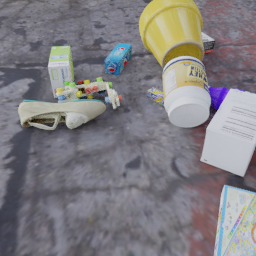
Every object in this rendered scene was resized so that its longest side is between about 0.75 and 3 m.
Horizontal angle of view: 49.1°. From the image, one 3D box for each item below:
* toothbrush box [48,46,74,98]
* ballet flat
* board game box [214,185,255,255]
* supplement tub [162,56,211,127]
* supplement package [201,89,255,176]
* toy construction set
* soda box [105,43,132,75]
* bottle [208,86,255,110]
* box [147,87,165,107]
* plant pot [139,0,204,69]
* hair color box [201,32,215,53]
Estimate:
[{"bbox_3d":[-2.107,-1.828,8.999,0.644,1.090,1.497,-6,40,-7],"label":"toothbrush box"},{"bbox_3d":[-1.777,-0.308,7.563,2.352,0.817,0.817,-1,40,1],"label":"ballet flat"},{"bbox_3d":[2.271,2.031,4.932,1.358,0.346,2.020,13,41,16],"label":"board game box"},{"bbox_3d":[1.596,-0.991,7.716,1.230,1.230,1.704,1,55,1],"label":"supplement tub"},{"bbox_3d":[2.617,0.045,6.753,1.033,1.073,1.886,20,45,24],"label":"supplement package"},{"bbox_3d":[-1.113,-1.054,8.244,1.877,0.865,1.231,3,15,-8],"label":"toy construction set"},{"bbox_3d":[-0.339,-2.571,10.343,0.541,0.512,1.595,11,41,13],"label":"soda box"},{"bbox_3d":[3.125,-0.690,7.941,2.096,0.684,0.876,22,45,25],"label":"bottle"},{"bbox_3d":[0.975,-0.940,8.576,0.288,0.264,0.822,-31,50,-32],"label":"box"},{"bbox_3d":[1.655,-3.124,9.888,2.267,2.267,2.132,-5,56,-6],"label":"plant pot"},{"bbox_3d":[2.724,-3.670,11.649,0.882,0.532,1.738,-13,41,-16],"label":"hair color box"}]
